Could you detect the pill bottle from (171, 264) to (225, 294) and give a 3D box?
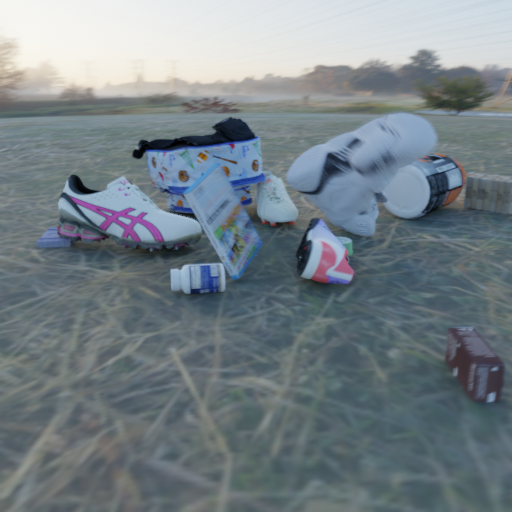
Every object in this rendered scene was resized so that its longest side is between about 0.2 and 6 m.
[{"bbox_3d":[-1.001,0.396,9.586,0.896,0.497,0.497,-3,19,-9],"label":"pill bottle"}]

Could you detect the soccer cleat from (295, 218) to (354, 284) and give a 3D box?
[{"bbox_3d":[1.311,-0.066,10.754,0.924,0.862,2.526,21,17,-2],"label":"soccer cleat"}]

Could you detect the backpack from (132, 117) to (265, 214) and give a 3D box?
[{"bbox_3d":[-1.235,-2.275,14.539,3.071,2.366,2.925,-20,12,-24],"label":"backpack"}]

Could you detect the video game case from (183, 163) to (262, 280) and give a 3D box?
[{"bbox_3d":[-0.564,-0.651,10.305,0.163,1.829,1.309,-17,23,30],"label":"video game case"}]

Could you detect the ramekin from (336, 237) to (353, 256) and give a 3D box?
[{"bbox_3d":[1.743,-0.201,11.728,0.571,0.279,0.571,0,18,0],"label":"ramekin"}]

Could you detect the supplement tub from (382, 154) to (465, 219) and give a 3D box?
[{"bbox_3d":[4.508,-1.905,14.924,1.495,1.495,2.440,16,24,39],"label":"supplement tub"}]

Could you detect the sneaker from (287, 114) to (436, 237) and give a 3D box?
[{"bbox_3d":[2.554,-1.667,12.251,3.672,2.110,1.380,-11,42,47],"label":"sneaker"}]

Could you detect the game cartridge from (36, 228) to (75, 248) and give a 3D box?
[{"bbox_3d":[-4.412,-0.438,12.601,0.746,0.221,1.151,-6,19,-5],"label":"game cartridge"}]

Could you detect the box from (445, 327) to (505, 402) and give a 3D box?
[{"bbox_3d":[2.651,1.309,6.853,0.374,0.500,0.999,-1,17,-1],"label":"box"}]

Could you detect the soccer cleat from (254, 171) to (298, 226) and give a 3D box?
[{"bbox_3d":[0.415,-1.496,14.408,0.938,1.051,2.708,-3,19,-10],"label":"soccer cleat"}]

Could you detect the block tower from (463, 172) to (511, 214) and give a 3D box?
[{"bbox_3d":[7.184,-1.567,14.858,3.320,0.897,0.960,13,21,36],"label":"block tower"}]

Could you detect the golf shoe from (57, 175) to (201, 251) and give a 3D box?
[{"bbox_3d":[-2.678,-0.901,11.775,3.171,1.460,1.151,8,10,6],"label":"golf shoe"}]
